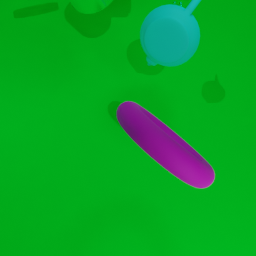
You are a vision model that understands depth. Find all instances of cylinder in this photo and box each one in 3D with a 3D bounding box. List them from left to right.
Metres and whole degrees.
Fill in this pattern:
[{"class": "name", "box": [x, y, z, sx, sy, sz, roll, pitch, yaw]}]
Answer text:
[{"class": "cylinder", "box": [-0.965, -3.386, 6.128, 1.208, 1.208, 1.208, -6, 70, 17]}]

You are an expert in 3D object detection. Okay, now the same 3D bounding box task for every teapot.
[{"class": "teapot", "box": [0.924, -2.033, 6.239, 1.296, 2.084, 1.020, 37, 41, -4]}]

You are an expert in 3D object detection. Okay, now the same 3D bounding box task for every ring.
[{"class": "ring", "box": [0.658, 0.263, 4.993, 2.098, 2.098, 0.420, 42, 99, 14]}]

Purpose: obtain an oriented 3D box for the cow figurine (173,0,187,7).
[{"class": "cow figurine", "box": [1.619, -3.562, 7.228, 1.081, 1.098, 0.603, -22, 111, 17]}]
